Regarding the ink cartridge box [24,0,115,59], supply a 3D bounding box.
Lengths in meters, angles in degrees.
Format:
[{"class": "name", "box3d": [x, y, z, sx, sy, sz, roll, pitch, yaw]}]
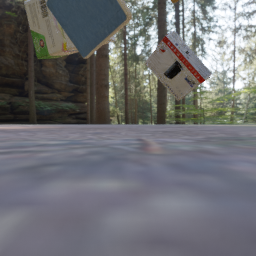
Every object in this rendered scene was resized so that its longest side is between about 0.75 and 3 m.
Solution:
[{"class": "ink cartridge box", "box3d": [-1.977, -3.624, 9.536, 2.734, 1.980, 1.148, -6, 11, 29]}]

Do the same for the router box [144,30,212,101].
[{"class": "router box", "box3d": [1.819, -2.254, 10.532, 0.510, 2.089, 1.875, -42, 0, -28]}]

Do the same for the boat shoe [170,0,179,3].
[{"class": "boat shoe", "box3d": [0.523, -2.877, 4.417, 0.722, 2.014, 0.767, 7, -31, -44]}]

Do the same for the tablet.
[{"class": "tablet", "box3d": [-1.062, -2.817, 6.612, 0.194, 1.847, 2.839, -42, 15, -25]}]
